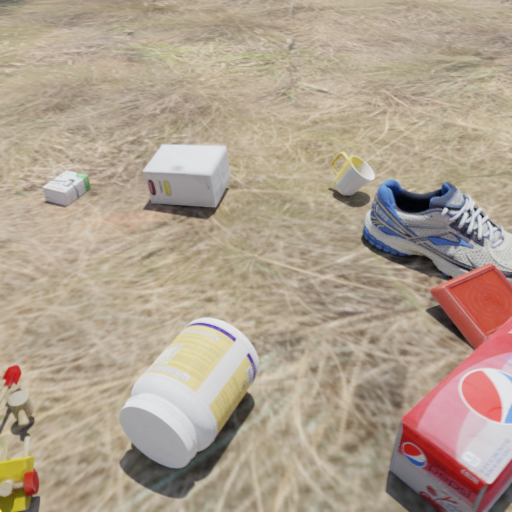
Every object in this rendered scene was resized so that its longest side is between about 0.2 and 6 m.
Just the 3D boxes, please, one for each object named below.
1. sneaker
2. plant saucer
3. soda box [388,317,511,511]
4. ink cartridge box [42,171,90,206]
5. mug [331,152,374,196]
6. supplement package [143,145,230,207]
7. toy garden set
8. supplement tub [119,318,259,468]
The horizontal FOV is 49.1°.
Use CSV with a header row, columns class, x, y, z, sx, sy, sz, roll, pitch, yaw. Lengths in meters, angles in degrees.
class,x,y,z,sx,sy,sz,roll,pitch,yaw
sneaker,3.705,-0.517,10.536,3.473,1.479,1.338,18,40,22
plant saucer,3.875,0.789,9.386,1.376,0.253,1.373,-21,57,-16
soda box,3.385,1.910,7.531,3.542,1.123,1.240,-29,45,-33
ink cartridge box,-4.355,-1.563,12.889,0.642,0.370,0.880,13,38,17
mug,2.161,-1.837,12.826,0.730,0.748,0.911,16,45,-31
supplement package,-1.531,-1.822,12.645,1.574,0.873,1.226,4,41,15
toy garden set,-3.850,2.467,7.356,2.092,0.501,2.509,-9,37,-9
supplement tub,-0.874,1.805,7.555,1.263,1.263,1.737,18,40,23
